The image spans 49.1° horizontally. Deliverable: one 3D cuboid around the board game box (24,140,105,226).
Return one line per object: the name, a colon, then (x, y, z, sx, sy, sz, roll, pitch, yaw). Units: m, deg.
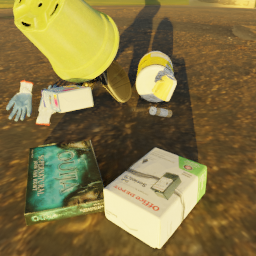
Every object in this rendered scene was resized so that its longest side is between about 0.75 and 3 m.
board game box: (-1.490, 1.110, 6.573, 1.648, 0.343, 2.437, -8, 30, -13)

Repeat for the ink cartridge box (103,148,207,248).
ink cartridge box: (0.595, 1.302, 5.733, 1.347, 0.776, 1.846, 19, 35, 33)

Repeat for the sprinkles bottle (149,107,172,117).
sprinkles bottle: (1.095, -0.525, 9.302, 0.779, 0.266, 0.266, 8, 22, -31)

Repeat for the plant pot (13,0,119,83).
plant pot: (-1.887, -2.969, 8.203, 2.564, 2.564, 2.357, 15, -8, 24)

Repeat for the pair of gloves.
pair of gloves: (-3.011, -0.832, 9.158, 1.842, 0.210, 1.481, 8, 72, 8)

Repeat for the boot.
boot: (-1.123, -1.958, 10.966, 0.963, 2.633, 1.982, -42, 10, -33)

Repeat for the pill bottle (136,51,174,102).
pill bottle: (1.107, -2.217, 11.288, 1.446, 1.446, 2.598, 3, 31, 5)

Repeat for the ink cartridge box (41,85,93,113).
ink cartridge box: (-1.897, -0.919, 8.407, 1.065, 0.596, 1.561, -15, 17, -32)

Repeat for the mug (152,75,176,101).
mug: (1.202, -1.309, 9.002, 0.671, 0.688, 0.838, 31, 27, -1)
